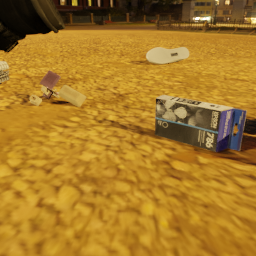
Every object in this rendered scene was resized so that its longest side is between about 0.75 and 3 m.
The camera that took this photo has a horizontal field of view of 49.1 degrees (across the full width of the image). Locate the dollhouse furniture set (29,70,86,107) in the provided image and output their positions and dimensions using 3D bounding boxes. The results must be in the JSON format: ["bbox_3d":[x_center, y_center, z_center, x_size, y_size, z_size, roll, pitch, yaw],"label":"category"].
[{"bbox_3d":[-2.228,-0.895,9.438,1.536,1.217,1.090,29,-12,11],"label":"dollhouse furniture set"}]

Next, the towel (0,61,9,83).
[{"bbox_3d":[-6.168,-2.010,10.945,2.441,1.045,2.021,5,22,16],"label":"towel"}]

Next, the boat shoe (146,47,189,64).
[{"bbox_3d":[2.213,-4.187,16.419,2.727,0.967,0.952,-14,-1,-22],"label":"boat shoe"}]

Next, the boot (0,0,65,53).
[{"bbox_3d":[-2.038,-1.638,4.475,1.822,0.917,2.437,-29,25,-7],"label":"boot"}]

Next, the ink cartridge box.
[{"bbox_3d":[1.560,-0.099,6.391,2.015,1.002,0.395,14,26,32],"label":"ink cartridge box"}]
